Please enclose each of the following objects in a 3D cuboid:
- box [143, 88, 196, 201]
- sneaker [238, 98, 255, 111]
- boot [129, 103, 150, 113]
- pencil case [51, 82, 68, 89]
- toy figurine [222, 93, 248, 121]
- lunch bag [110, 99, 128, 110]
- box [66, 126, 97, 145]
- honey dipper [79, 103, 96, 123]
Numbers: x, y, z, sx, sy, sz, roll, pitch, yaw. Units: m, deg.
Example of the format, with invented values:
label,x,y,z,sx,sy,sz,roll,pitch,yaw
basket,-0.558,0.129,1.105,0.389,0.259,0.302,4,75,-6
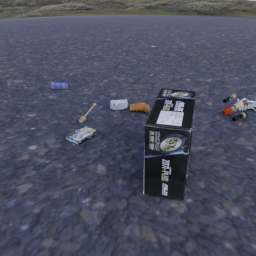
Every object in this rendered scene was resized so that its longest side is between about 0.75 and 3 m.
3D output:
label,x,y,z,sx,sy,sz,roll,pitch,yaw
box,1.293,0.347,8.383,1.186,2.256,2.754,7,28,13
sneaker,5.650,-1.140,13.036,1.192,0.482,0.688,2,30,7
boot,0.506,-0.871,12.656,0.828,0.394,1.070,-5,17,-12
pencil case,-3.763,-2.309,15.339,0.929,0.363,0.404,1,27,2
toy figurine,4.617,-0.890,12.027,0.700,0.991,1.006,-22,34,-16
lunch bag,-0.408,-1.107,13.147,0.877,0.331,0.703,-2,26,-2
box,-1.780,0.265,10.717,0.688,0.190,1.008,19,33,31
honey dipper,-1.622,-0.617,11.395,0.200,1.053,0.200,36,24,-19
